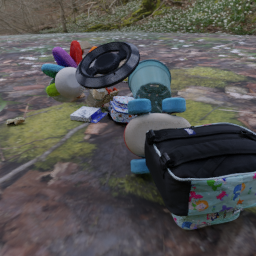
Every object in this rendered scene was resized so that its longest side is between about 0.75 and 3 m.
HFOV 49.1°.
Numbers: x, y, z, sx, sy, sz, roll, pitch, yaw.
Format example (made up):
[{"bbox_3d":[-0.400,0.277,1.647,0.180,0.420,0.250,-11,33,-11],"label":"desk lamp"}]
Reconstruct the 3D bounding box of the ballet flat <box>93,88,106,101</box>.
[{"bbox_3d":[-0.788,-1.190,8.085,0.367,0.340,1.041,14,38,-8],"label":"ballet flat"}]

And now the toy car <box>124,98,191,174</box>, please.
[{"bbox_3d":[0.820,0.286,9.122,2.057,2.143,2.325,-3,-4,-7],"label":"toy car"}]

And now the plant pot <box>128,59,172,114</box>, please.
[{"bbox_3d":[1.086,-1.829,13.179,2.213,2.213,2.167,0,32,0],"label":"plant pot"}]

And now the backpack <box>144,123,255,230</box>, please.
[{"bbox_3d":[1.974,0.970,6.726,2.764,2.081,2.453,-12,29,-9],"label":"backpack"}]

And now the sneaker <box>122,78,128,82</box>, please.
[{"bbox_3d":[-0.027,-3.170,17.960,1.031,0.466,0.403,15,30,34],"label":"sneaker"}]

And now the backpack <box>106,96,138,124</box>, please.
[{"bbox_3d":[-0.145,-0.745,11.970,1.382,1.065,1.316,-3,35,-14],"label":"backpack"}]

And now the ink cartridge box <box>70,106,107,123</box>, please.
[{"bbox_3d":[-1.738,-0.616,12.527,1.251,0.254,1.249,8,25,17],"label":"ink cartridge box"}]

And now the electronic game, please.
[{"bbox_3d":[-0.517,-1.579,6.934,1.696,0.353,1.696,-13,47,14],"label":"electronic game"}]

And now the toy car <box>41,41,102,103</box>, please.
[{"bbox_3d":[-1.786,-1.933,9.196,2.285,1.713,1.999,-32,12,-20],"label":"toy car"}]

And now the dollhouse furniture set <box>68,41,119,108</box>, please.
[{"bbox_3d":[-1.923,-2.368,13.726,1.476,2.865,2.834,-27,72,-38],"label":"dollhouse furniture set"}]

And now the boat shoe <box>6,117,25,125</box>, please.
[{"bbox_3d":[-4.699,-0.230,11.731,0.765,0.274,0.291,-14,41,-12],"label":"boat shoe"}]
